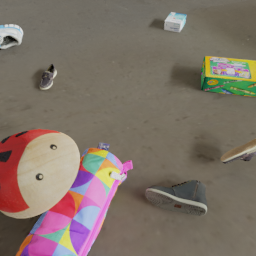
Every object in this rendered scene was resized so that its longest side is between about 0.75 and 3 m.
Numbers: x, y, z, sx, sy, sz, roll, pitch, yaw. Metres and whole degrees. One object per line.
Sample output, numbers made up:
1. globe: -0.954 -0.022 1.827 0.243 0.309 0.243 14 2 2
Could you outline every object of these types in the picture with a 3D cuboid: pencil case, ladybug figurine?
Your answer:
1. pencil case: -1.020 1.726 5.950 1.320 1.320 2.987 16 49 16
2. ladybug figurine: -2.263 0.850 5.985 2.904 1.045 1.971 -12 52 39

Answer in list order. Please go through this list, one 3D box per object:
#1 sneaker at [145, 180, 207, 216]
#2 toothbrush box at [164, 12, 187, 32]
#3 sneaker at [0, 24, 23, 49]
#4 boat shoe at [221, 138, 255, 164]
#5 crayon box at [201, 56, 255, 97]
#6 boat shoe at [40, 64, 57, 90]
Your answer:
1. sneaker: 1.153 1.539 6.693 1.451 0.543 0.771 17 41 1
2. toothbrush box: 2.271 -5.094 13.466 0.805 0.469 1.100 16 48 16
3. sneaker: -5.720 -3.770 11.851 2.463 0.923 1.067 -13 51 -12
4. boat shoe: 3.054 0.659 7.243 1.276 0.413 0.459 -28 10 7
5. crayon box: 3.826 -1.849 9.999 2.292 0.668 1.362 8 45 8
6. boat shoe: -2.937 -1.887 10.227 0.457 0.411 1.269 6 45 6
